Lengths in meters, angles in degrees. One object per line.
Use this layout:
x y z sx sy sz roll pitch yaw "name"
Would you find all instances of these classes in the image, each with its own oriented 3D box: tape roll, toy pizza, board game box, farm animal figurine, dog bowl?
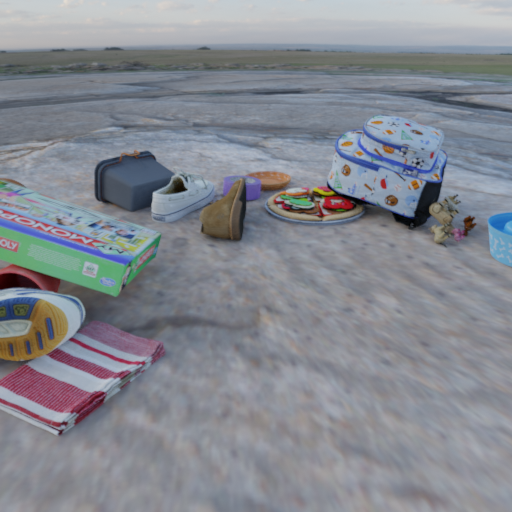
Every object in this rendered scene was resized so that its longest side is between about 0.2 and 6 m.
-0.374 -1.796 14.716 0.985 0.419 0.985 5 20 -2 "tape roll"
1.445 -1.334 13.779 2.470 0.391 2.470 0 24 0 "toy pizza"
-3.763 -0.506 9.425 3.889 0.566 2.617 18 13 -2 "board game box"
4.091 -0.718 12.093 1.129 0.589 1.117 -15 69 -31 "farm animal figurine"
5.968 -0.304 11.041 2.863 0.710 1.596 -4 24 -8 "dog bowl"

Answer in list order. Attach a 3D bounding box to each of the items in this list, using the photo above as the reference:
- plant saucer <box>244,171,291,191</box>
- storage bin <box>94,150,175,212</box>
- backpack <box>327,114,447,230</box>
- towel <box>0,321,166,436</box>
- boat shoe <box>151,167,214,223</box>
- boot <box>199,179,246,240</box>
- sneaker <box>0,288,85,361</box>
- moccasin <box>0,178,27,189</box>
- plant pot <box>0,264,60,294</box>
0.303 -2.093 15.716 1.350 0.253 1.350 -1 23 0 "plant saucer"
-2.953 -1.897 14.180 1.232 1.335 1.834 29 36 31 "storage bin"
3.105 -2.135 13.317 2.654 2.146 2.786 12 26 18 "backpack"
-2.373 1.512 7.482 1.446 0.228 2.008 12 26 27 "towel"
-1.791 -1.693 13.752 0.896 1.034 2.426 13 28 25 "boat shoe"
-0.701 -1.145 12.759 0.962 0.939 2.550 0 27 6 "boot"
-3.895 0.985 8.034 2.875 1.082 1.267 3 5 7 "sneaker"
-5.178 -0.826 11.560 1.170 1.109 3.031 -6 35 -46 "moccasin"
-3.593 0.506 8.773 1.053 1.053 0.932 1 24 1 "plant pot"
